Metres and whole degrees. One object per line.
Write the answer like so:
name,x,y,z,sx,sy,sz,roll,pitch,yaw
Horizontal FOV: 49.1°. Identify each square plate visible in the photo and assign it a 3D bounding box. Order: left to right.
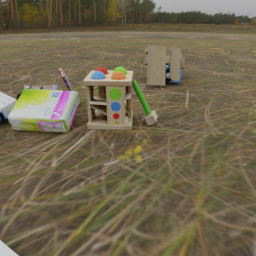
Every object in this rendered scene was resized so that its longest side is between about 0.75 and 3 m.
square plate,-2.688,2.431,4.295,1.851,0.263,1.833,17,29,34

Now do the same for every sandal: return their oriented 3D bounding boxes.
sandal,-3.556,-1.430,12.590,2.946,0.631,1.120,4,24,9

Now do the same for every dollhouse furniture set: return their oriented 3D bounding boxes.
dollhouse furniture set,2.008,-3.290,16.334,2.491,2.134,2.620,2,-2,-12

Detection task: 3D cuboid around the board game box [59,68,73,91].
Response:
board game box,-2.308,-1.640,10.850,0.127,1.303,0.671,-24,46,-4

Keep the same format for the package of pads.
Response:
package of pads,-2.978,-0.620,10.074,2.154,0.735,1.664,3,47,8

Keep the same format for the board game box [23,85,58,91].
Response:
board game box,-3.619,-1.180,11.551,1.350,0.654,1.076,-2,48,-4

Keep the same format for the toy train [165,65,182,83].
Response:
toy train,2.155,-3.223,16.352,1.305,0.990,2.284,1,20,-20

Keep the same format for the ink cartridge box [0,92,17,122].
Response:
ink cartridge box,-5.507,-0.902,11.094,2.750,0.539,1.367,24,51,39

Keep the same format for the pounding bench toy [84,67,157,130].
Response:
pounding bench toy,-0.166,-1.163,10.276,2.569,2.004,1.596,1,24,3
